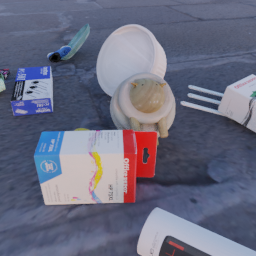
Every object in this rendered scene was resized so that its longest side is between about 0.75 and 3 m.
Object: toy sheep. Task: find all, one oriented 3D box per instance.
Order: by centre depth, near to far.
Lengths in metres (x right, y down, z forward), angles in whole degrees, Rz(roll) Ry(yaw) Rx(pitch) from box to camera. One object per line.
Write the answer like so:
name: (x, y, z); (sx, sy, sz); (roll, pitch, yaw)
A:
toy sheep: (0.412, -0.496, 8.014); (2.043, 2.963, 2.043); (2, 76, -9)

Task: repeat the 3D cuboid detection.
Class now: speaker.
speaker: (1.403, 2.349, 5.043); (2.418, 0.982, 0.982); (19, 39, 25)

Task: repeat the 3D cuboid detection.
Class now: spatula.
spatula: (3.403, -0.914, 10.251); (2.761, 0.222, 1.920); (18, 40, 15)

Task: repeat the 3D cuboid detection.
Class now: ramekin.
ramekin: (0.211, -2.338, 10.463); (2.700, 2.700, 1.258); (29, 13, 35)

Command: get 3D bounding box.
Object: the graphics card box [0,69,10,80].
graphics card box: (-5.657, -2.399, 12.544); (0.512, 0.207, 0.815); (-2, 36, -3)

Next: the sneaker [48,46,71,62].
sneaker: (-3.376, -3.681, 14.015); (1.271, 0.488, 0.707); (-24, 36, -11)

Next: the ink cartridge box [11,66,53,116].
ink cartridge box: (-3.658, -1.528, 10.904); (1.370, 0.644, 2.914); (-6, 35, -11)

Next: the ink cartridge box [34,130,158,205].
ink cartridge box: (-0.633, 0.923, 6.563); (2.695, 1.566, 0.906); (-1, 35, -2)

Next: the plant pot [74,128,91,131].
plant pot: (-1.284, 0.550, 7.871); (0.817, 0.817, 0.769); (8, 52, 12)

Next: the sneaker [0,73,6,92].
sneaker: (-5.550, -1.437, 10.353); (1.657, 1.034, 2.810); (-8, 33, -1)

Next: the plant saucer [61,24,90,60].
plant saucer: (-2.600, -4.255, 14.065); (0.305, 2.222, 2.222); (37, 23, -27)

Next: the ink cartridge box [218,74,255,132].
ink cartridge box: (4.472, -0.650, 9.072); (1.759, 1.016, 2.409); (-25, 49, -35)
